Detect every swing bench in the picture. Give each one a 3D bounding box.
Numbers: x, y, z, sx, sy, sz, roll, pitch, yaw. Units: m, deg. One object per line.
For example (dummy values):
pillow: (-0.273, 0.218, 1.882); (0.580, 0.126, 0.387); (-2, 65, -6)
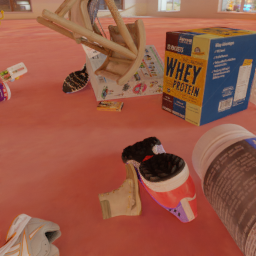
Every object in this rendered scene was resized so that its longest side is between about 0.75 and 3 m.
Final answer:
swing bench: (-0.706, -2.100, 5.995); (1.315, 2.028, 2.017); (-51, 27, -1)

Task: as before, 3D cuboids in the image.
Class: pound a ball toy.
pound a ball toy: (-5.367, -2.520, 13.063); (0.935, 0.609, 1.434); (-18, 19, 22)

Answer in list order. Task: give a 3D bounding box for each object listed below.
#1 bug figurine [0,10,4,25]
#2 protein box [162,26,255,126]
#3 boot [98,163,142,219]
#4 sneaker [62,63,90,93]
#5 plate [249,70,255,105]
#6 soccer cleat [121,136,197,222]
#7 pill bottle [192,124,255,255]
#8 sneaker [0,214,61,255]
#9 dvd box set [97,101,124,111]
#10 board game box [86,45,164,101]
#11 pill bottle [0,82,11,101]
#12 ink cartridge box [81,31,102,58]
bug figurine: (-3.351, -3.357, 6.894); (1.577, 2.034, 0.523); (14, -11, 35)
protein box: (2.657, -1.797, 9.106); (2.558, 2.577, 1.739); (-17, 31, -31)
boot: (-0.180, 1.156, 5.214); (0.768, 0.358, 0.993); (-6, 66, -6)
sneaker: (-2.027, -2.003, 11.758); (0.797, 0.905, 2.029); (45, 51, -5)
plate: (4.751, -2.304, 10.350); (2.590, 0.419, 2.585); (-47, 55, -4)
soccer cleat: (0.559, 0.903, 5.734); (0.959, 1.029, 2.812); (-27, 13, -7)
pill bottle: (2.133, 1.067, 4.438); (1.550, 1.550, 2.725); (-5, 27, -10)
sneaker: (-1.408, 1.874, 3.861); (0.800, 0.659, 1.740); (5, 27, 0)
dvd box set: (-0.613, -0.768, 9.814); (0.848, 0.125, 0.620); (4, 27, 9)
board game box: (-0.033, -2.231, 11.061); (2.907, 0.934, 2.145); (-9, 53, -15)
pill bottle: (-4.952, -1.233, 10.138); (1.198, 0.674, 0.674); (-22, 34, -37)
ink cartridge box: (-1.259, -2.969, 9.389); (0.690, 1.186, 0.400); (-27, 30, -2)
